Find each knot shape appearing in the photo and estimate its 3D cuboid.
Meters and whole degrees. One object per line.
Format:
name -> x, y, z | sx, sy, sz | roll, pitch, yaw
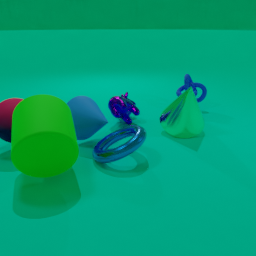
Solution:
knot shape -> 2.381, -1.369, 10.266 | 1.066, 0.527, 1.139 | 28, 62, -8

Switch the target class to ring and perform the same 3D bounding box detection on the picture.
ring -> -0.212, 0.367, 6.758 | 1.421, 0.284, 1.421 | -24, 19, 8

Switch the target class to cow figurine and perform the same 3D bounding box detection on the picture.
cow figurine -> -0.210, -0.742, 9.163 | 1.395, 0.766, 1.373 | 24, 22, -48

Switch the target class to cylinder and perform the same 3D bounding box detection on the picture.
cylinder -> -1.729, 0.155, 5.795 | 1.256, 1.256, 1.256 | -6, 42, -15

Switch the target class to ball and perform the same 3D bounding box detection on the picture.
ball -> -2.769, -0.180, 6.929 | 1.119, 1.119, 1.119 | 0, 21, 0

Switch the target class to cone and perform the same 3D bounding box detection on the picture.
cone -> -0.868, -0.203, 7.179 | 1.224, 1.224, 1.228 | -18, 17, -37
cone -> 1.638, -0.655, 7.887 | 1.354, 1.359, 1.354 | 1, 50, -1
